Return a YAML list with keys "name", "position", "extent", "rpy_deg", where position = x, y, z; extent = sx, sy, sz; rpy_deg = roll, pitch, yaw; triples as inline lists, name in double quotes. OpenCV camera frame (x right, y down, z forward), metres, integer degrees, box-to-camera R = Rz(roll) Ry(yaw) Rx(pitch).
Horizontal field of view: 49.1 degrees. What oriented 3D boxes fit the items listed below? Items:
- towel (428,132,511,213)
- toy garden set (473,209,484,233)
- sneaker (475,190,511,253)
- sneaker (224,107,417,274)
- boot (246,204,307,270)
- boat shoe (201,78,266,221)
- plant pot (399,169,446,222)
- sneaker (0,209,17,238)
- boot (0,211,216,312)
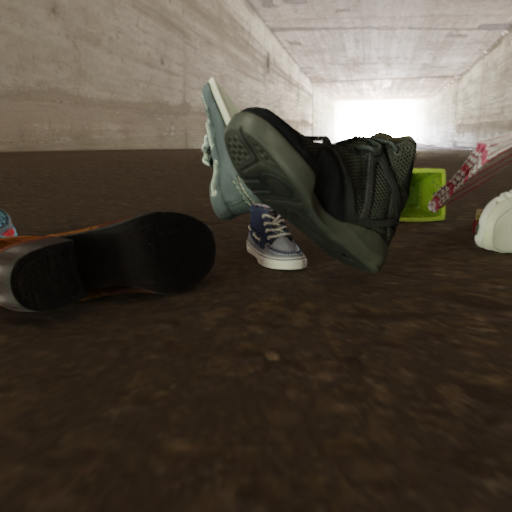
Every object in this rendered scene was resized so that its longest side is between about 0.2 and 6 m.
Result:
- name: "towel"
  position: [3.748, -1.523, 9.055]
  extent: [1.535, 0.314, 2.098]
  rpy_deg: [-28, -14, -15]
- name: "toy garden set"
  position: [5.024, -0.751, 10.639]
  extent: [1.845, 0.442, 2.213]
  rpy_deg: [3, 14, 14]
- name: "sneaker"
  position: [4.585, -0.454, 8.459]
  extent: [2.677, 1.006, 1.085]
  rpy_deg: [-5, 22, -16]
- name: "sneaker"
  position: [0.880, -1.107, 6.600]
  extent: [2.873, 1.646, 1.098]
  rpy_deg: [35, -11, -36]
- name: "boot"
  position: [0.238, -0.309, 8.082]
  extent: [0.599, 0.743, 1.646]
  rpy_deg: [-5, 14, -22]
- name: "boat shoe"
  position: [-0.604, -1.958, 9.881]
  extent: [1.060, 1.249, 3.430]
  rpy_deg: [-34, 47, 15]
- name: "plant pot"
  position: [3.248, -1.265, 11.629]
  extent: [1.060, 1.066, 0.967]
  rpy_deg: [-1, 7, -3]
- name: "sneaker"
  position: [-4.342, -0.615, 8.475]
  extent: [0.961, 1.158, 2.423]
  rpy_deg: [-1, 13, -5]
- name: "boot"
  position: [-2.292, 0.054, 6.987]
  extent: [2.709, 0.985, 2.878]
  rpy_deg: [-22, 17, -40]
